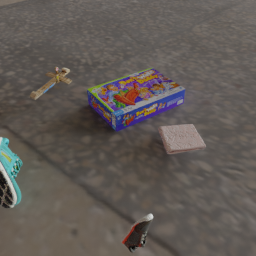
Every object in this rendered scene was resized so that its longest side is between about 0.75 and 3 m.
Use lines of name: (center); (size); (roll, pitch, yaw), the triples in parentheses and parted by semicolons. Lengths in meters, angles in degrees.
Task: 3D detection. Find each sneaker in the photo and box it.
sneaker: (-2.945, 0.903, 6.692); (0.884, 0.860, 2.219); (2, 37, -44)
sneaker: (0.240, 1.895, 5.000); (0.368, 0.954, 0.391); (-13, 54, -44)

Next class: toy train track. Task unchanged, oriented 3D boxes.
toy train track: (-2.746, -1.674, 9.919); (1.101, 0.312, 1.920); (22, 50, 19)

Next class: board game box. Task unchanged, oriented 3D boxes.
board game box: (0.267, -1.052, 9.335); (2.707, 0.606, 1.820); (-24, 45, -26)

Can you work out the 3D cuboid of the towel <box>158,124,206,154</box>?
towel: (1.490, 0.291, 7.918); (1.085, 0.183, 1.136); (-5, 35, -6)
